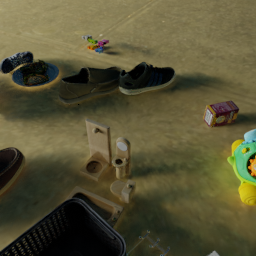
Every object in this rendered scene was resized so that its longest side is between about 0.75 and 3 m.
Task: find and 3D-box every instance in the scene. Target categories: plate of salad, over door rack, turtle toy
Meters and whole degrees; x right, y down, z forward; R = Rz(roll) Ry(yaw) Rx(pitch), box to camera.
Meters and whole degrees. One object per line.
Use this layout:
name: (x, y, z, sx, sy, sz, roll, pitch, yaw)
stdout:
plate of salad: (-3.451, -2.082, 10.417, 1.727, 0.415, 1.727, -1, 43, 1)
over door rack: (0.374, 2.477, 5.560, 0.595, 0.268, 0.806, 32, 51, 31)
turtle toy: (3.692, 0.812, 6.590, 2.589, 1.309, 1.887, 5, 43, 5)

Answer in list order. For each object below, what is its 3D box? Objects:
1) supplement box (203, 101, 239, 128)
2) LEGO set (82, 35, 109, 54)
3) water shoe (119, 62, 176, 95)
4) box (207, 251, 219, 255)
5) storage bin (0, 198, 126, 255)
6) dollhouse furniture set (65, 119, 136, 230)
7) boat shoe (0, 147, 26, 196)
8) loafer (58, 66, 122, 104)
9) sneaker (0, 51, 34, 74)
supplement box: (2.812, -0.421, 8.493, 0.876, 0.574, 0.452, -12, 45, -12)
LEGO set: (-1.291, -3.595, 11.995, 0.605, 0.562, 1.474, -29, 44, -32)
water shoe: (0.766, -1.854, 9.788, 2.320, 0.916, 0.829, -24, 48, -24)
box: (1.289, 2.701, 4.944, 0.864, 0.763, 0.418, -23, 47, -24)
storage bin: (-1.271, 2.581, 4.853, 1.564, 1.085, 2.313, 33, 51, 31)
dollhouse furniture set: (-0.643, 1.021, 6.316, 1.607, 1.377, 1.690, 19, 46, 20)
boat shoe: (-3.693, 1.220, 6.348, 1.041, 1.039, 2.887, 32, 51, 30)
loafer: (-1.179, -1.624, 9.558, 2.549, 0.888, 0.959, -28, 49, -27)
sneaker: (-4.216, -2.534, 10.734, 0.789, 0.509, 1.453, 1, 38, 22)
